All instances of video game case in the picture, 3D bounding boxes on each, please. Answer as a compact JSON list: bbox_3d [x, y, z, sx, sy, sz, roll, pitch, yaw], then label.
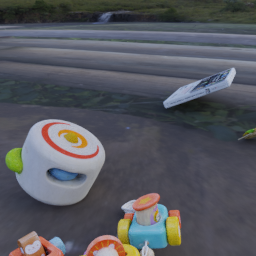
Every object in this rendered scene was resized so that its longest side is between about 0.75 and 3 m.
[{"bbox_3d":[2.552,-1.411,9.737,2.158,0.277,2.374,-19,10,30],"label":"video game case"}]

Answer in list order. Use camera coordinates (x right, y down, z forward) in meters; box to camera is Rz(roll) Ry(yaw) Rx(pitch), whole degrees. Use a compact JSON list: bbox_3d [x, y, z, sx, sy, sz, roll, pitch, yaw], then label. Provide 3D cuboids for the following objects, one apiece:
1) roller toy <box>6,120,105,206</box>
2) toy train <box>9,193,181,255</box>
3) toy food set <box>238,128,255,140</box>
[{"bbox_3d":[-1.207,0.559,5.199,1.453,1.113,1.593,35,23,16],"label":"roller toy"},{"bbox_3d":[-0.403,1.418,3.835,2.432,0.676,1.827,-20,16,-37],"label":"toy train"},{"bbox_3d":[3.305,0.134,7.357,0.791,0.159,0.546,-5,-20,-25],"label":"toy food set"}]
